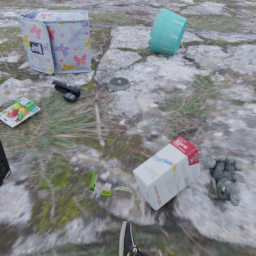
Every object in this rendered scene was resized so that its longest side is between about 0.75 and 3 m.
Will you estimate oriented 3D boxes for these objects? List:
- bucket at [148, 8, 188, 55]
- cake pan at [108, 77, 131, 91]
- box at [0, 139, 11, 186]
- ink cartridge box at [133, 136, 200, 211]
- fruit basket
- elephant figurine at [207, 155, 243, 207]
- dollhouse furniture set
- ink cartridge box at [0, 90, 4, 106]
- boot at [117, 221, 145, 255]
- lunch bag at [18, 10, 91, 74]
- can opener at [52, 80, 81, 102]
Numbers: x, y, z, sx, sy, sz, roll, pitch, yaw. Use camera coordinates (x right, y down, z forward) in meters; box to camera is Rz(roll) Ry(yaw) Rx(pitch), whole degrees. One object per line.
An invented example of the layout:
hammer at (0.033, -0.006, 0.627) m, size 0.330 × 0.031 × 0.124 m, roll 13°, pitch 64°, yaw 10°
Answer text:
bucket at (1.879, -4.445, 13.176) m, size 1.307 × 2.009 × 2.009 m, roll 23°, pitch 41°, yaw 9°
cake pan at (-0.347, -1.743, 10.981) m, size 0.914 × 0.168 × 0.914 m, roll 0°, pitch 36°, yaw 0°
box at (-3.667, 1.054, 6.215) m, size 1.090 × 1.302 × 1.753 m, roll 7°, pitch 37°, yaw 9°
ink cartridge box at (0.887, 1.000, 6.217) m, size 1.387 × 1.011 × 0.574 m, roll -34°, pitch 45°, yaw -16°
fruit basket at (-3.576, -0.542, 9.076) m, size 1.010 × 0.511 × 1.090 m, roll 27°, pitch 47°, yaw 31°
elephant figurine at (2.191, 1.306, 6.395) m, size 0.854 × 0.936 × 1.206 m, roll -18°, pitch 54°, yaw 35°
dollhouse furniture set at (-0.352, 1.320, 6.413) m, size 0.998 × 0.499 × 0.385 m, roll 8°, pitch 55°, yaw 5°
ink cartridge box at (-4.915, -0.959, 9.350) m, size 0.825 × 0.821 × 1.125 m, roll 12°, pitch 38°, yaw 14°
boot at (0.426, 2.430, 4.951) m, size 1.234 × 0.600 × 1.639 m, roll -1°, pitch 37°, yaw -2°
lunch bag at (-2.928, -3.508, 11.587) m, size 2.724 × 2.310 × 1.731 m, roll -2°, pitch 38°, yaw -6°
can opener at (-2.303, -1.455, 10.312) m, size 0.617 × 0.498 × 1.570 m, roll -31°, pitch 47°, yaw -34°
